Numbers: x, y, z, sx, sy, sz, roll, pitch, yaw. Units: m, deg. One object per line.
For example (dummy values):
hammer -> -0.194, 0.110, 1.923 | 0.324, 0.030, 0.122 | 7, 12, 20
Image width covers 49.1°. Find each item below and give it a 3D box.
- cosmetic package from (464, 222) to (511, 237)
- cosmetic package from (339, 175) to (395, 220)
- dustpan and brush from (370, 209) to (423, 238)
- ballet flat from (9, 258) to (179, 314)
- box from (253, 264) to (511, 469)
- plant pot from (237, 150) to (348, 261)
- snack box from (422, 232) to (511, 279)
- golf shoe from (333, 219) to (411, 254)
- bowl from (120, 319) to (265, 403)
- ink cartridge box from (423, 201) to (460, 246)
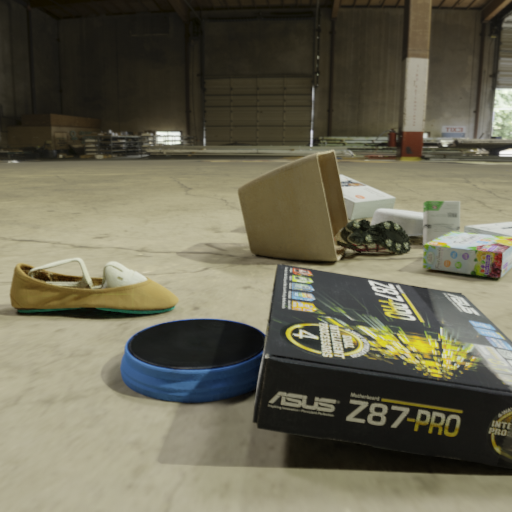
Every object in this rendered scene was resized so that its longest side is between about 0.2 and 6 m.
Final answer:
cosmetic package -> 5.517, -0.315, 11.628 | 1.416, 0.485, 1.878 | -8, 15, -24
cosmetic package -> 2.718, -1.823, 16.993 | 1.788, 0.613, 2.371 | -12, 31, -35
dustpan and brush -> 3.002, -0.670, 13.037 | 2.753, 0.788, 1.921 | 4, 10, -13
ballet flat -> -2.253, 0.408, 7.747 | 2.335, 0.736, 0.802 | 0, 10, -2
box -> 1.204, 0.862, 5.381 | 2.268, 0.691, 2.814 | 11, 13, 2
plant pot -> 0.766, -0.941, 11.460 | 1.805, 2.036, 2.038 | -10, 9, 18
snack box -> 4.031, -0.061, 10.373 | 1.339, 0.499, 1.883 | 7, 13, 33
golf shoe -> 2.378, -0.356, 11.406 | 1.685, 0.650, 0.742 | 10, -21, -25
bowl -> -0.610, 1.036, 5.916 | 1.619, 0.318, 1.619 | 0, 13, 0
ink cartridge box -> 3.970, -0.677, 12.032 | 0.712, 0.974, 0.411 | 2, -1, 4
